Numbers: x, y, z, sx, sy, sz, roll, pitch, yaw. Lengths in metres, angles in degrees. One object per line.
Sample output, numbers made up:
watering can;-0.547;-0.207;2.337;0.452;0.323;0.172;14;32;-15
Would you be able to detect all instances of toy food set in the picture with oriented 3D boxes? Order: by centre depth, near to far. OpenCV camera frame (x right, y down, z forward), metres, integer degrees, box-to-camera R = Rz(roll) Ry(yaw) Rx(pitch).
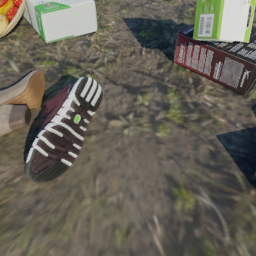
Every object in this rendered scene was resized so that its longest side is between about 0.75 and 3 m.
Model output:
toy food set;-4.657;-4.225;10.301;2.231;0.543;2.208;-51;50;5

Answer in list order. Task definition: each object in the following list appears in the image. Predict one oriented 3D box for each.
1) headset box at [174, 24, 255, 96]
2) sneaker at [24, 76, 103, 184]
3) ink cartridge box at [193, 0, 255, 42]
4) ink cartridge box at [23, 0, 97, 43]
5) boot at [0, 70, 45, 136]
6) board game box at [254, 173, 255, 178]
headset box;3.034;-2.489;8.797;2.910;1.092;2.163;35;54;30
sneaker;-1.685;0.014;6.530;1.521;0.996;2.633;1;54;47
ink cartridge box;2.570;-2.950;7.306;1.861;1.376;0.705;-12;22;-43
ink cartridge box;-2.809;-4.652;10.944;2.120;1.201;2.892;-24;49;-23
boot;-3.263;-0.684;7.169;1.804;0.866;2.467;-4;40;3
board game box;3.483;1.139;5.292;1.254;0.762;1.573;-11;45;-11
